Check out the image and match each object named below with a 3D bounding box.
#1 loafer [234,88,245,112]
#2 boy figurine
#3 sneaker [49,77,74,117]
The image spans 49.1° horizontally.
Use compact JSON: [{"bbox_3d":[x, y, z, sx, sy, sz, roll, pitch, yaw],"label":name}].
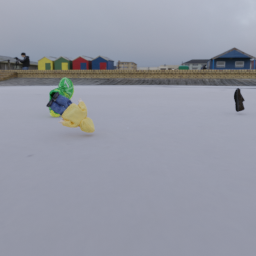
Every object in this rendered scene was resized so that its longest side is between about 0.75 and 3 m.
[{"bbox_3d":[4.511,-1.126,11.297,0.357,1.001,0.365,1,-11,2],"label":"loafer"},{"bbox_3d":[-1.369,-0.371,7.141,1.347,0.837,0.434,35,-12,-10],"label":"boy figurine"},{"bbox_3d":[-2.573,-1.293,10.775,0.676,1.826,0.763,4,-33,10],"label":"sneaker"}]
